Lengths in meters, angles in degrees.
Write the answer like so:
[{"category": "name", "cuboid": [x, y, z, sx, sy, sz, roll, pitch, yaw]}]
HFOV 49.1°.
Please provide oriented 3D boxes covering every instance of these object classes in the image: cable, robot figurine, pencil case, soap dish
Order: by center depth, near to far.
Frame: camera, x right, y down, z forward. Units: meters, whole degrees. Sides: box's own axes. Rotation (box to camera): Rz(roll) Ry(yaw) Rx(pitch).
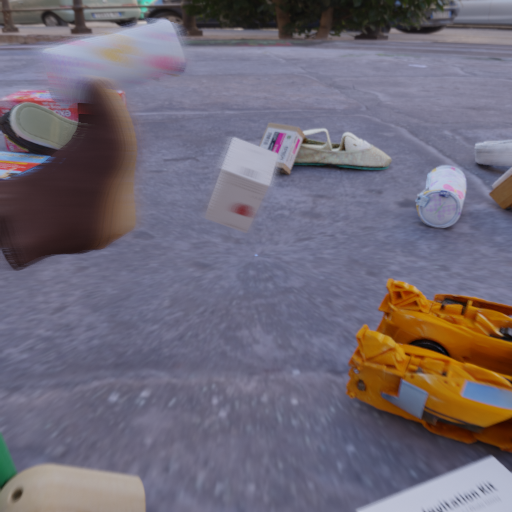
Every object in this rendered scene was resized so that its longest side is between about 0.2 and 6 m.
[{"category": "robot figurine", "cuboid": [2.655, 1.202, 5.587, 3.189, 0.928, 2.312, 12, 30, 23]}, {"category": "pencil case", "cuboid": [-1.938, -2.636, 7.680, 1.880, 0.781, 0.853, -23, 1, -21]}, {"category": "pencil case", "cuboid": [3.536, -1.151, 10.644, 0.811, 0.743, 1.788, 16, 29, 18]}, {"category": "soap dish", "cuboid": [5.445, -1.362, 10.717, 1.485, 1.169, 0.603, -5, 71, -10]}, {"category": "cable", "cuboid": [6.034, -2.471, 13.415, 1.522, 0.527, 1.522, -3, 15, 1]}]

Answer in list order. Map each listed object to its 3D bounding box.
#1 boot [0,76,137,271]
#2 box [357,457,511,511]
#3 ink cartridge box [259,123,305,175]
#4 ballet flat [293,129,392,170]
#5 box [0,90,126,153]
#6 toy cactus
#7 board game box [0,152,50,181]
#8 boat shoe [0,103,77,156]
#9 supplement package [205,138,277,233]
[{"category": "boot", "cuboid": [-1.970, -0.870, 5.729, 0.660, 1.826, 1.519, 8, 20, 39]}, {"category": "box", "cuboid": [1.649, 2.472, 3.509, 1.804, 0.476, 2.314, -11, 27, -21]}, {"category": "ink cartridge box", "cuboid": [0.527, -2.518, 13.122, 0.883, 1.072, 0.403, 16, -10, 33]}, {"category": "ballet flat", "cuboid": [1.879, -2.578, 13.453, 2.778, 0.866, 0.937, 4, 26, 7]}, {"category": "box", "cuboid": [-5.022, -3.566, 14.845, 2.956, 1.411, 1.474, 2, 26, 3]}, {"category": "toy cactus", "cuboid": [-2.101, 1.982, 3.868, 2.573, 1.594, 3.118, 9, 18, -26]}, {"category": "board game box", "cuboid": [-5.876, -1.210, 10.638, 3.065, 0.857, 3.001, 8, 26, 15]}, {"category": "boat shoe", "cuboid": [-4.085, -2.397, 12.021, 0.838, 0.992, 2.783, -3, -19, 37]}, {"category": "supplement package", "cuboid": [-0.192, -0.826, 6.747, 0.574, 0.947, 0.567, 19, 53, -6]}]
